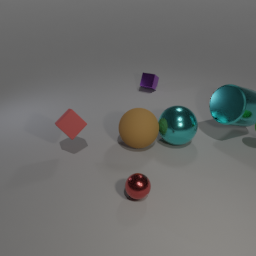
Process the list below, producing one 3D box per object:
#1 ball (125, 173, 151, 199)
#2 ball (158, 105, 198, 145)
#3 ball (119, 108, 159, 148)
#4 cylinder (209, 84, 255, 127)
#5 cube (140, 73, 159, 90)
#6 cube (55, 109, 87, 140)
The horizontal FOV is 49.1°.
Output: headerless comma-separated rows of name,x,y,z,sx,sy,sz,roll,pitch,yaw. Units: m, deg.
ball,0.269,1.567,7.551,0.700,0.700,0.700,0,29,0
ball,1.746,-0.095,9.888,1.400,1.400,1.400,0,29,0
ball,0.370,-0.001,9.710,1.400,1.400,1.400,0,29,0
cylinder,3.896,-0.775,10.029,1.400,1.400,1.400,4,21,-39
cube,1.109,-2.398,14.452,0.700,0.700,0.700,13,1,24
cube,-1.851,-0.138,9.045,0.700,0.700,0.700,-48,17,-8
